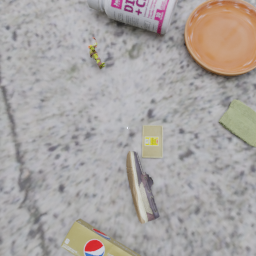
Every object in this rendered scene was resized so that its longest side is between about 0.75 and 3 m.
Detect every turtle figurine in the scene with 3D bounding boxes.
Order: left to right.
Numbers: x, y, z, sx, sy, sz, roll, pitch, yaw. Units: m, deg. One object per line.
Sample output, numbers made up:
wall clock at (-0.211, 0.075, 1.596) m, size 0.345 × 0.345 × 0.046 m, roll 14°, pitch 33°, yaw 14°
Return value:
turtle figurine at (-1.056, -2.373, 9.032) m, size 0.352 × 1.093 × 0.881 m, roll -28°, pitch 85°, yaw -16°

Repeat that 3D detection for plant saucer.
plant saucer at (3.319, -3.061, 9.522) m, size 2.871 × 0.537 × 2.871 m, roll 0°, pitch 76°, yaw 0°

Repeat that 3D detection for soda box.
soda box at (-0.569, 3.542, 7.841) m, size 2.476 × 0.839 × 0.793 m, roll 28°, pitch 79°, yaw 6°

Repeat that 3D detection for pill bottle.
pill bottle at (0.179, -4.252, 9.257) m, size 2.780 × 1.576 × 1.576 m, roll 18°, pitch 78°, yaw 5°

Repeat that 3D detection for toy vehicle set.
toy vehicle set at (0.779, 0.432, 8.916) m, size 0.653 × 0.139 × 1.051 m, roll 2°, pitch 77°, yaw 1°

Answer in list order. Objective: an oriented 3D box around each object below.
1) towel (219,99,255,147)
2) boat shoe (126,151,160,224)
towel at (3.741, -0.156, 8.993) m, size 1.443 × 0.263 × 1.070 m, roll 36°, pitch 81°, yaw 7°
boat shoe at (0.434, 1.708, 8.350) m, size 0.691 × 0.767 × 2.131 m, roll -9°, pitch 75°, yaw -13°
